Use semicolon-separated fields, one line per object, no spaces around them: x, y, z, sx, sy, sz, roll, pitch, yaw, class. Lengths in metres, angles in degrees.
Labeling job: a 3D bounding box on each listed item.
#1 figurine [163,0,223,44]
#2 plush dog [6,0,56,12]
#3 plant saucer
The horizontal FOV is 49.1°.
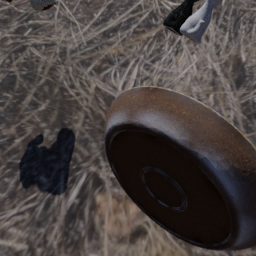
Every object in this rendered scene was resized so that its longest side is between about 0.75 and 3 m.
1.628;-2.854;6.687;0.601;1.361;1.395;21;18;-32;figurine
-2.336;-3.561;6.544;1.352;1.263;1.574;-2;48;10;plush dog
0.626;0.781;4.139;2.933;2.933;0.470;38;58;20;plant saucer
